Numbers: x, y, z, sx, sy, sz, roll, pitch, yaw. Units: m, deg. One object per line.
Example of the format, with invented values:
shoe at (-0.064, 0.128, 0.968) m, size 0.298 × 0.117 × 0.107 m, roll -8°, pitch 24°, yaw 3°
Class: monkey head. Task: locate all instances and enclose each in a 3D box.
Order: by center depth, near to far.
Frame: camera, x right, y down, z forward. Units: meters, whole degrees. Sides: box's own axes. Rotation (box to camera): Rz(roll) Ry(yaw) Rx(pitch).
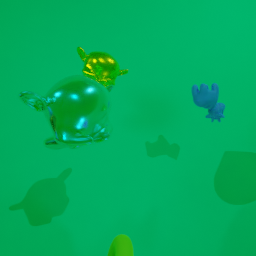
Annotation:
monkey head at (-0.890, -0.214, 4.364) m, size 1.291 × 1.795 × 1.081 m, roll -15°, pitch 91°, yaw 38°
monkey head at (-0.623, -1.199, 5.995) m, size 1.219 × 0.877 × 0.735 m, roll 22°, pitch 64°, yaw -19°

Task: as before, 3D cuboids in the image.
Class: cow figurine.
cow figurine at (1.755, -0.528, 6.093) m, size 0.884 × 0.485 × 0.870 m, roll -9°, pitch 96°, yaw -39°

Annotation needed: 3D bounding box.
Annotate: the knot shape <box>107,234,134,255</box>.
knot shape at (-0.016, 2.362, 4.149) m, size 0.819 × 1.658 × 1.772 m, roll -35°, pitch 112°, yaw -6°
